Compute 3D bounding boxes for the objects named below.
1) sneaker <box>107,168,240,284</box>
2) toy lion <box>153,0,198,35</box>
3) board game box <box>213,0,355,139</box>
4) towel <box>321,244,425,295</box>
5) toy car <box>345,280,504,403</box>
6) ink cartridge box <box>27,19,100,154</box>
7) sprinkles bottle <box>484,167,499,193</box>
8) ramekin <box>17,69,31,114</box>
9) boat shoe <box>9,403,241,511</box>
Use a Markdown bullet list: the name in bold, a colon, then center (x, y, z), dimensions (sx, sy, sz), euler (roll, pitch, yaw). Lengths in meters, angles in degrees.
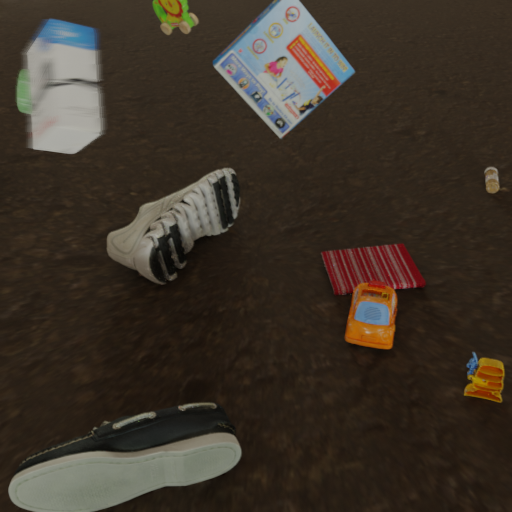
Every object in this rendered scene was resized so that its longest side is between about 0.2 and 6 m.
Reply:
- **sneaker**: center (-1.506, -0.817, 11.072), dimensions (1.417, 1.314, 3.496), euler (10, 34, 29)
- **toy lion**: center (-1.755, -5.108, 11.476), dimensions (1.114, 1.068, 0.382), euler (20, 64, 46)
- **board game box**: center (0.584, -4.077, 12.051), dimensions (2.153, 2.199, 0.615), euler (-40, 26, 15)
- **towel**: center (2.141, 0.253, 10.356), dimensions (1.689, 0.190, 1.221), euler (-5, 37, -4)
- **toy car**: center (2.582, 1.051, 8.582), dimensions (2.691, 0.895, 1.320), euler (19, 39, 27)
- **ink cartridge box**: center (-2.235, -1.911, 6.476), dimensions (0.521, 1.237, 0.894), euler (-1, -8, -38)
- **sprinkles bottle**: center (5.561, -1.792, 13.216), dimensions (0.288, 0.288, 0.845), euler (9, 36, 13)
- **ramekin**: center (-3.555, -2.602, 8.905), dimensions (0.363, 0.743, 0.743), euler (5, 33, -15)
- **boat shoe**: center (-1.524, 2.359, 6.708), dimensions (2.624, 0.992, 0.791), euler (0, 34, -22)
